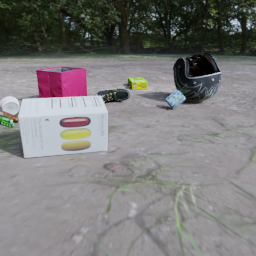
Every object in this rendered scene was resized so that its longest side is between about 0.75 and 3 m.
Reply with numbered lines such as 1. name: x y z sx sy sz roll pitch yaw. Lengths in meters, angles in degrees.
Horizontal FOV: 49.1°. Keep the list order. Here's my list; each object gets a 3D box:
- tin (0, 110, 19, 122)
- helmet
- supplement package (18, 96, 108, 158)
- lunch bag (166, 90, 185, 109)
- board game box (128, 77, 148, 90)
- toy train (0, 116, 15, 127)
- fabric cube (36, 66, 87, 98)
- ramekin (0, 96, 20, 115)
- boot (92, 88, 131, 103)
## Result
1. tin: -5.054 -0.516 11.799 1.212 0.254 0.678 14 -14 36
2. helmet: 3.687 -2.586 14.905 2.538 2.420 2.538 -18 -18 -6
3. supplement package: -2.002 -0.100 8.922 2.549 1.450 1.396 -5 29 -13
4. lunch bag: 2.296 -1.415 13.663 0.348 0.844 0.679 39 15 -50
5. board game box: 0.651 -3.112 19.424 1.067 0.500 2.101 -2 19 -7
6. toy train: -5.037 -0.280 11.420 1.174 0.331 0.245 12 21 32
7. fabric cube: -3.360 -2.113 14.436 1.865 1.859 1.830 12 23 31
8. ramekin: -5.321 -0.947 12.640 0.882 0.882 0.411 -12 34 -31
9. boot: -1.003 -1.579 14.666 1.998 0.721 1.509 2 20 23
